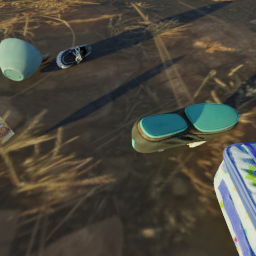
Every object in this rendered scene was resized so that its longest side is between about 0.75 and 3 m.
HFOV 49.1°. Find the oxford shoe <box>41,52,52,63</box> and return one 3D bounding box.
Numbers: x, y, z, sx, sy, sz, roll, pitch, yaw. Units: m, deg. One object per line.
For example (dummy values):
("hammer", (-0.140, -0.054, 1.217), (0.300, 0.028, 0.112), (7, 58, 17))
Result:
("oxford shoe", (-3.063, -2.469, 9.789), (0.364, 0.343, 0.973), (52, 48, -10))

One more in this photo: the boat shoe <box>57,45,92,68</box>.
("boat shoe", (-1.826, -2.543, 9.773), (0.530, 0.573, 1.552), (-8, 21, 38))

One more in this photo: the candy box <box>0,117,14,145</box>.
("candy box", (-3.084, 0.220, 6.262), (0.251, 0.524, 0.907), (-14, 27, 47))

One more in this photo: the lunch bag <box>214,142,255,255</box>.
("lunch bag", (2.731, 1.427, 4.490), (2.229, 1.143, 2.772), (0, 41, -6))

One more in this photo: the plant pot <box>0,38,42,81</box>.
("plant pot", (-3.440, -1.998, 8.710), (1.293, 1.293, 0.871), (6, 64, 7))

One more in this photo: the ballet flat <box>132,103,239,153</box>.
("ballet flat", (1.229, 0.017, 6.282), (2.674, 0.914, 0.909), (-7, 56, -24))
